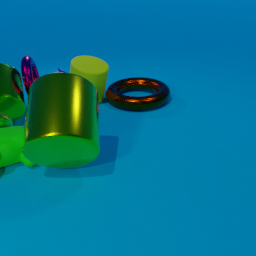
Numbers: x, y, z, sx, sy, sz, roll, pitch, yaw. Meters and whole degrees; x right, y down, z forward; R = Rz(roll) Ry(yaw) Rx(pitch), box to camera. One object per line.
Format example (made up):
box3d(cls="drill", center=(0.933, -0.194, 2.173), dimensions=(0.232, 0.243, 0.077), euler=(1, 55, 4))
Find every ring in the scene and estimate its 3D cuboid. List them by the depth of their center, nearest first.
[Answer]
box3d(cls="ring", center=(-3.386, -0.032, 6.091), dimensions=(1.658, 0.332, 1.658), euler=(-10, -10, -2))
box3d(cls="ring", center=(-2.652, -1.315, 7.759), dimensions=(0.270, 1.351, 1.351), euler=(-11, 30, -7))
box3d(cls="ring", center=(0.313, -1.118, 8.846), dimensions=(2.049, 0.410, 2.049), euler=(-1, 30, 1))

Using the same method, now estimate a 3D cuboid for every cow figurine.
box3d(cls="cow figurine", center=(-2.838, 0.295, 5.832), dimensions=(1.707, 0.937, 1.680), euler=(-15, 36, -27))

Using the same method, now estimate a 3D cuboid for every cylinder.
box3d(cls="cylinder", center=(-1.225, -0.108, 5.294), dimensions=(1.354, 1.354, 1.354), euler=(-3, 60, -5))
box3d(cls="cylinder", center=(-3.305, -0.869, 7.240), dimensions=(1.155, 1.155, 1.155), euler=(-9, 57, -17))
box3d(cls="cylinder", center=(-1.215, -1.450, 8.518), dimensions=(1.117, 1.117, 1.117), euler=(10, 37, -7))

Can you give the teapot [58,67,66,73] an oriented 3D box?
box3d(cls="teapot", center=(-2.162, -1.446, 9.046), dimensions=(0.561, 0.712, 1.145), euler=(5, 72, -7))
